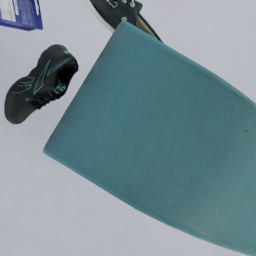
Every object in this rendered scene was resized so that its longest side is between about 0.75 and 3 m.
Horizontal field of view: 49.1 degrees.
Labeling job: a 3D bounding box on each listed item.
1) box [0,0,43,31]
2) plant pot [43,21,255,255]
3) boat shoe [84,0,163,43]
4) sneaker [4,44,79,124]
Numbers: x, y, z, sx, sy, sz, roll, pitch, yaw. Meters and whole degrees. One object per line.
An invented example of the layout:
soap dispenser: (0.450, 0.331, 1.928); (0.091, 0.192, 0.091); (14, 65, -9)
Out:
box: (-2.441, -2.628, 5.761); (0.288, 1.777, 1.076); (-4, 99, 21)
plant pot: (0.726, 0.273, 3.619); (2.545, 1.799, 1.798); (31, 90, 18)
boat shoe: (-0.047, -2.109, 5.245); (0.764, 2.531, 0.957); (-21, 49, 25)
sneaker: (-1.784, -0.809, 5.741); (0.777, 0.739, 1.961); (40, 94, 26)
